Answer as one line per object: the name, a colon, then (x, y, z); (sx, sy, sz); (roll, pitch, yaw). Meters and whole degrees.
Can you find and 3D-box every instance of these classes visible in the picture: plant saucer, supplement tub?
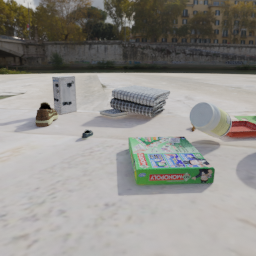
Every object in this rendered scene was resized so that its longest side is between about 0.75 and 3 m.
plant saucer: (4.138, 0.036, 10.464); (1.545, 0.284, 1.542); (-3, 15, -8)
supplement tub: (2.691, -0.265, 9.136); (0.956, 0.956, 1.318); (14, -4, 44)

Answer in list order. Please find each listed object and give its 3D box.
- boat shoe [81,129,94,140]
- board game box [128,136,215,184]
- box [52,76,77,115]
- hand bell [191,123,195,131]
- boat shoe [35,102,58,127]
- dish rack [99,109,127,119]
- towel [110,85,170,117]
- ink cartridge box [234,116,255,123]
boat shoe: (-1.432, 0.189, 9.896); (0.311, 0.257, 0.831); (4, 15, 16)
board game box: (0.966, 0.750, 7.424); (1.764, 0.382, 2.621); (-1, 14, -3)
box: (-3.165, -1.665, 14.012); (0.552, 1.836, 1.071); (10, 19, 35)
hand bell: (2.589, -0.063, 10.920); (0.399, 0.399, 0.766); (5, 27, 20)
boat shoe: (-3.530, -0.723, 12.278); (0.849, 0.850, 2.299); (-2, 14, -9)
dish rack: (-0.687, -0.687, 13.343); (1.059, 0.269, 1.234); (-14, 20, -41)
towel: (0.627, -1.335, 13.619); (2.200, 1.137, 2.657); (13, 17, 21)
ink cartridge box: (6.020, -0.574, 12.525); (2.071, 0.497, 1.507); (3, 15, 3)
